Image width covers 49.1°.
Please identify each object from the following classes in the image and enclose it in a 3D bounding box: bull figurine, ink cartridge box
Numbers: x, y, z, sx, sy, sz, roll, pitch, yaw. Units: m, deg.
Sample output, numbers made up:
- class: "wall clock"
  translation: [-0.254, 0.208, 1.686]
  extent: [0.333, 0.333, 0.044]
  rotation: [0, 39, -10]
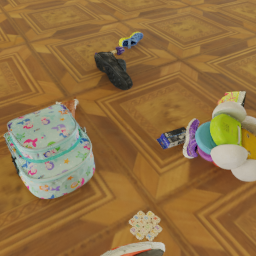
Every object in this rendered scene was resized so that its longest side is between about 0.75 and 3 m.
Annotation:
- class: "bull figurine"
  translation: [-2.286, -0.700, 10.484]
  extent: [0.810, 0.435, 1.335]
  rotation: [-5, 41, -3]
- class: "ink cartridge box"
  translation: [1.570, 0.332, 9.510]
  extent: [1.114, 0.218, 0.554]
  rotation: [-18, 46, -18]

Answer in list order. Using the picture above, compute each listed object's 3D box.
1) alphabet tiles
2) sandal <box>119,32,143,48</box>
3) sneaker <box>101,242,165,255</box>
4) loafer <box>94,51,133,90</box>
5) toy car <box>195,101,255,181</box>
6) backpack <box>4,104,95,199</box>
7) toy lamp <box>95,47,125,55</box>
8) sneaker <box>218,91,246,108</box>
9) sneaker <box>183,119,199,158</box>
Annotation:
- class: "alphabet tiles"
  translation: [0.450, 2.506, 7.224]
  extent: [0.775, 0.058, 0.793]
  rotation: [34, 52, 32]
- class: "sandal"
  translation: [0.267, -4.549, 14.672]
  extent: [1.453, 0.578, 0.633]
  rotation: [-35, 55, -21]
- class: "sneaker"
  translation: [-0.239, 3.212, 6.062]
  extent: [2.464, 0.950, 1.009]
  rotation: [-12, 75, -22]
- class: "loafer"
  translation: [-0.504, -2.612, 12.135]
  extent: [1.046, 1.012, 2.980]
  rotation: [-25, 44, -14]
- class: "toy car"
  translation: [2.860, 0.462, 8.150]
  extent: [1.644, 2.193, 1.919]
  rotation: [-21, 49, 45]
- class: "backpack"
  translation: [-2.174, 0.648, 8.054]
  extent: [2.224, 1.886, 2.505]
  rotation: [-23, 52, -23]
- class: "toy lamp"
  translation: [-0.874, -3.700, 13.809]
  extent: [1.486, 0.432, 0.432]
  rotation: [-20, 46, -18]
- class: "sneaker"
  translation: [3.749, -0.747, 10.384]
  extent: [0.903, 0.781, 2.000]
  rotation: [14, 37, 25]
- class: "sneaker"
  translation: [2.158, 0.343, 8.982]
  extent: [0.547, 0.528, 1.310]
  rotation: [3, 73, 31]
